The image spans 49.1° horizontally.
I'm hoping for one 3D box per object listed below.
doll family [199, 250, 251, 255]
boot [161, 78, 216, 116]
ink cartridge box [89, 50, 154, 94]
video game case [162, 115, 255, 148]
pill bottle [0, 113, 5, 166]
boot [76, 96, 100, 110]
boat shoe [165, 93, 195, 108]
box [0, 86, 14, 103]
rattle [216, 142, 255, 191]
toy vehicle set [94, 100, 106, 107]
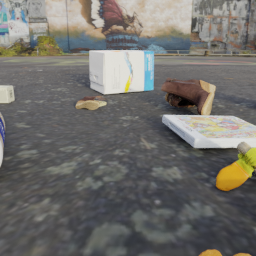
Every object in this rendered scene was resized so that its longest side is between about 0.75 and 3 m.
[{"bbox_3d":[1.258,1.403,1.541,2.878,1.297,1.786,-4,18,-12],"label":"doll family"},{"bbox_3d":[1.941,-1.076,9.333,1.749,0.761,2.103,12,32,15],"label":"boot"},{"bbox_3d":[-0.354,-2.874,14.042,2.699,1.952,1.987,-9,20,-26],"label":"ink cartridge box"},{"bbox_3d":[2.343,0.035,7.355,2.326,0.266,2.117,1,17,-14],"label":"video game case"},{"bbox_3d":[-3.142,0.136,5.407,1.413,1.413,2.441,-7,19,-20],"label":"pill bottle"},{"bbox_3d":[-1.406,-1.022,10.598,1.041,0.377,0.866,-2,30,23],"label":"boot"},{"bbox_3d":[2.429,-1.115,10.596,2.128,0.749,0.748,-14,32,-29],"label":"boat shoe"},{"bbox_3d":[-5.626,-1.396,11.534,1.675,0.688,0.573,3,17,4],"label":"box"},{"bbox_3d":[2.147,0.791,5.324,0.873,0.958,1.341,36,7,4],"label":"rattle"},{"bbox_3d":[-1.332,-0.987,11.168,0.803,0.107,0.499,11,21,32],"label":"toy vehicle set"}]
